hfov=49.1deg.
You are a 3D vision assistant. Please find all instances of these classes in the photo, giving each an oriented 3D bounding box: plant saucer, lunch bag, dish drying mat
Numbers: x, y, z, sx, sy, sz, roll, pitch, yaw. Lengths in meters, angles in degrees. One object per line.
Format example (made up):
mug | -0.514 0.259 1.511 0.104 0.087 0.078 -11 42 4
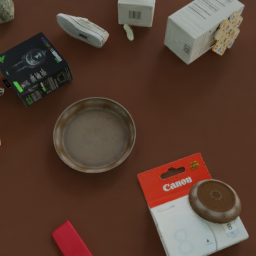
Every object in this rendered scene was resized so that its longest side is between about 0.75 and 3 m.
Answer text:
plant saucer | -1.110 0.234 9.487 2.732 0.438 2.732 0 67 0
lunch bag | -5.361 -4.930 11.600 0.982 0.815 1.170 -19 65 10
dish drying mat | -1.535 3.590 8.160 0.655 0.155 1.705 -36 72 -13
plant saucer | 2.589 2.072 8.312 1.554 0.284 1.554 1 40 -1

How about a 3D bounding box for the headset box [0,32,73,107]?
headset box | -3.486 -2.107 10.200 2.184 1.013 1.901 -35 71 -14

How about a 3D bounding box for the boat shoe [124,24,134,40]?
boat shoe | 0.079 -3.893 11.389 0.273 0.228 0.763 -31 76 35

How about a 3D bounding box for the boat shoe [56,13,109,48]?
boat shoe | -1.794 -4.037 11.199 2.200 0.792 0.723 28 64 11

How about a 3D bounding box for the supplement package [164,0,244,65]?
supplement package | 2.868 -3.943 10.754 2.578 1.466 1.412 -37 70 -14

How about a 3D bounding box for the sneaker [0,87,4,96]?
sneaker | -4.922 -1.265 10.266 0.831 0.335 0.347 -17 32 0

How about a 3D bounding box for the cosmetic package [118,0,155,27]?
cosmetic package | 0.462 -5.716 11.711 1.464 1.154 2.720 8 66 4

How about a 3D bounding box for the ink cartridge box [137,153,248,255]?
ink cartridge box | 1.837 2.299 8.439 2.309 0.682 2.885 -18 68 -8

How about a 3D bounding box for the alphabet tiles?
alphabet tiles | 3.731 -3.540 10.534 0.114 1.566 1.532 38 112 32
